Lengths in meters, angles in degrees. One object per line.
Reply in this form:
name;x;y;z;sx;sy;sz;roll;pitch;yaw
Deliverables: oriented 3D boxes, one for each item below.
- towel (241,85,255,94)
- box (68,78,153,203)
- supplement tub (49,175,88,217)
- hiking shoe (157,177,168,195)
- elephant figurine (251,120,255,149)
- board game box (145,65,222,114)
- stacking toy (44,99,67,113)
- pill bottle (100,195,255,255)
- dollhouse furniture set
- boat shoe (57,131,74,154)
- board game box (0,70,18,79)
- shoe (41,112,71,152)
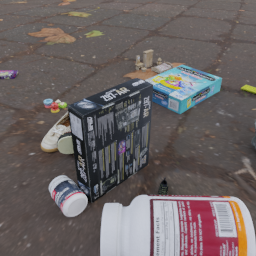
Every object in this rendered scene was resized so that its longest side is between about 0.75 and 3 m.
towel;5.775;-1.595;12.379;1.420;0.128;0.611;28;38;35
box;-0.344;0.321;7.271;2.199;2.745;0.597;-29;45;-34
supplement tub;-1.527;1.707;7.086;0.672;0.672;0.958;-24;41;-31
hiking shoe;0.909;1.676;7.375;0.303;0.403;0.801;3;35;5
elephant figurine;4.491;0.288;8.660;2.175;1.539;1.688;-25;10;-8
board game box;2.301;-1.797;12.152;2.907;0.682;2.195;-29;44;-35
stacking toy;-2.937;-1.021;11.315;0.850;0.359;0.769;28;44;34
pill bottle;0.900;2.155;5.656;2.783;1.572;1.572;1;35;2
dollhouse furniture set;1.465;-3.272;14.147;1.473;0.843;1.727;-26;42;-32
boat shoe;-1.197;0.415;8.886;2.050;0.750;0.642;-2;17;-15
board game box;-6.134;-2.636;13.832;1.199;0.194;0.719;-2;31;-2
shoe;-2.237;-0.040;9.655;0.820;0.626;2.346;12;36;17
